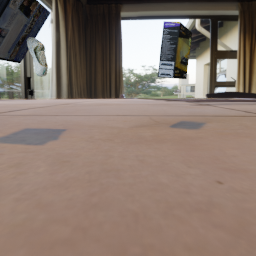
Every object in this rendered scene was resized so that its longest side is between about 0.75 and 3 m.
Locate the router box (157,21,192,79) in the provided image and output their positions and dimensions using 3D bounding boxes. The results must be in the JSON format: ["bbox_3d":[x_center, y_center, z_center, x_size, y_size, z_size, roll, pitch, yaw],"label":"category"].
[{"bbox_3d":[1.651,-2.558,9.590,0.572,1.722,2.190,9,13,21],"label":"router box"}]

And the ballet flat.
[{"bbox_3d":[-2.129,-1.800,6.762,0.412,1.185,0.412,-17,-21,-7],"label":"ballet flat"}]

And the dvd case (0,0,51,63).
[{"bbox_3d":[-2.925,-2.594,7.329,0.228,1.856,2.602,34,8,-6],"label":"dvd case"}]
